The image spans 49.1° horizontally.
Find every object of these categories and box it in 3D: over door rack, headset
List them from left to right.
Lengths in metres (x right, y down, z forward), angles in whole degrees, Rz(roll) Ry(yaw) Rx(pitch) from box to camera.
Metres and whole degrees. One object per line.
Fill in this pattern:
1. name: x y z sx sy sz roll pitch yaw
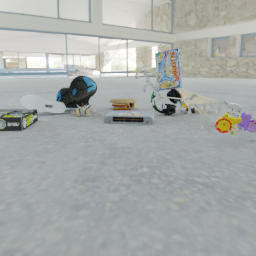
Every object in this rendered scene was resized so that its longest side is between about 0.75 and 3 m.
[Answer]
1. over door rack: 1.507 -1.640 11.600 2.230 0.743 1.647 -9 57 -33
2. headset: 1.974 -1.086 12.203 2.001 1.236 0.940 22 5 -25
3. over door rack: 3.365 -0.233 9.569 1.687 0.761 2.284 -8 29 -30

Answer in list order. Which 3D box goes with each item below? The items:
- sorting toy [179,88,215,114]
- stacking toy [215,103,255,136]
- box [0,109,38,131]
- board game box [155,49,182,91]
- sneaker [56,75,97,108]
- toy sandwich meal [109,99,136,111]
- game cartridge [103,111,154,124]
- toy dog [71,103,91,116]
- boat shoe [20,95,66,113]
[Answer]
1. sorting toy: 3.017 -1.161 13.328 1.607 0.858 1.446 20 -3 -2
2. stacking toy: 3.883 0.049 8.002 2.546 0.598 1.919 22 22 18
3. box: -4.642 -0.319 10.198 2.205 0.488 1.766 0 13 -1
4. board game box: 1.496 -2.146 10.404 0.954 1.409 0.243 -4 -1 31
5. sneaker: -2.150 -1.573 12.826 1.223 1.093 2.987 14 -15 -37
6. toy sandwich meal: -0.275 -1.157 13.963 1.537 0.527 1.537 0 9 0
7. game cartridge: 0.076 -0.436 11.076 1.892 0.393 1.260 1 17 7
8. toy dog: -2.003 -0.878 12.402 0.815 0.595 1.236 -5 14 -25
9. boat shoe: -3.786 -1.001 12.423 1.944 0.697 0.659 6 -7 -29
